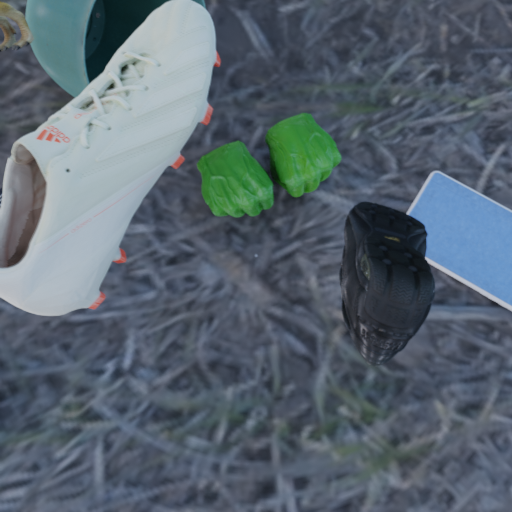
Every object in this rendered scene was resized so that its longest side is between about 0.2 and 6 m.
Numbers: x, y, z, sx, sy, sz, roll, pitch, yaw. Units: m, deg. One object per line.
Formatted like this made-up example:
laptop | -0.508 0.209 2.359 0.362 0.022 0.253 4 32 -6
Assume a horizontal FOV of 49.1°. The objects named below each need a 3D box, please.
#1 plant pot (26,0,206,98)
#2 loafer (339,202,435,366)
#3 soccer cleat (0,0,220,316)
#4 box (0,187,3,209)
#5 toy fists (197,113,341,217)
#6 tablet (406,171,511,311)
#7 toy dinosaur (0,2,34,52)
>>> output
plant pot | -2.285 -3.449 8.622 1.978 2.465 2.465 27 73 28
loafer | 1.049 0.110 4.815 0.768 2.263 0.794 18 113 4
soccer cleat | -1.414 -1.039 5.124 1.163 1.301 3.355 21 83 41
box | -3.211 -0.814 8.596 1.084 0.673 1.093 35 76 10
toy fists | 0.218 -1.298 8.733 2.218 0.763 1.131 -23 65 -6
tablet | 3.422 -0.235 8.688 2.266 0.155 1.474 31 75 10
toy dinosaur | -3.241 -3.072 6.506 0.807 1.402 2.772 -4 43 29
